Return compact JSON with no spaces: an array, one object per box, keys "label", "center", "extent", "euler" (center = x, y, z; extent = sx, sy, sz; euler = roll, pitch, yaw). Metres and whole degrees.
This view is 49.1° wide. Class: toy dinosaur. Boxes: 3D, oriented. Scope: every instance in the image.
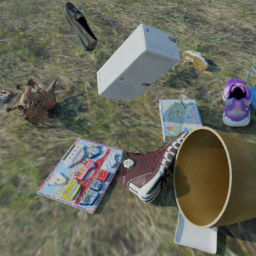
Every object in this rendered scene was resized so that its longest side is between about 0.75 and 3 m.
[{"label":"toy dinosaur","center":[-3.549,-1.001,11.216],"extent":[1.871,1.185,2.760],"euler":[28,38,19]}]

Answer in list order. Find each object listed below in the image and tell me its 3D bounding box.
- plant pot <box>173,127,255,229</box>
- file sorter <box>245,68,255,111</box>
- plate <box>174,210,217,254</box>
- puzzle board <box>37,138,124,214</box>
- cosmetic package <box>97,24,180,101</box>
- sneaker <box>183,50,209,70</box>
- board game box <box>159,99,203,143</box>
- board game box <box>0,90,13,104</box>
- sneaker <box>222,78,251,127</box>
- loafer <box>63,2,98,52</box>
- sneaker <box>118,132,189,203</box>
[{"label":"plant pot","center":[3.085,1.390,7.721],"extent":[2.775,2.586,2.586],"euler":[6,39,-19]},{"label":"file sorter","center":[6.257,-1.741,11.809],"extent":[2.179,1.337,1.512],"euler":[-4,42,-4]},{"label":"plate","center":[1.861,2.803,7.629],"extent":[1.082,0.175,1.085],"euler":[10,43,12]},{"label":"puzzle board","center":[-1.427,1.389,9.167],"extent":[1.961,0.226,2.602],"euler":[15,44,16]},{"label":"cosmetic package","center":[0.232,-1.975,9.139],"extent":[1.392,2.738,1.014],"euler":[7,65,-33]},{"label":"sneaker","center":[3.624,-3.583,14.362],"extent":[0.751,0.648,1.713],"euler":[-22,47,-23]},{"label":"board game box","center":[2.051,-0.322,10.940],"extent":[1.483,0.377,2.205],"euler":[0,42,1]},{"label":"board game box","center":[-5.481,-1.375,12.293],"extent":[0.511,0.131,0.755],"euler":[9,43,9]},{"label":"sneaker","center":[4.437,-1.367,11.355],"extent":[1.165,1.280,2.896],"euler":[0,39,19]},{"label":"loafer","center":[-1.884,-4.286,11.547],"extent":[0.806,0.705,2.242],"euler":[-28,89,-43]},{"label":"sneaker","center":[0.737,0.881,9.095],"extent":[1.718,1.126,2.975],"euler":[23,48,27]}]
